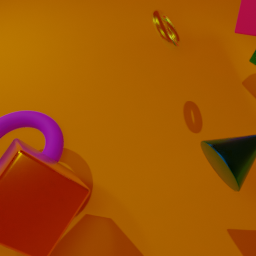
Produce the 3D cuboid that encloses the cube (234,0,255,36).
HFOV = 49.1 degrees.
[{"bbox_3d":[3.696,-3.003,7.489,1.043,1.043,1.043,-2,23,-17],"label":"cube"}]

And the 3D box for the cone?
[{"bbox_3d":[1.881,0.355,4.566,0.979,0.975,0.975,-33,65,-2],"label":"cone"}]

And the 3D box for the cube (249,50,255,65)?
[{"bbox_3d":[3.656,-1.701,6.559,0.915,0.915,0.915,13,28,-22],"label":"cube"}]

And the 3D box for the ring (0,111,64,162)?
[{"bbox_3d":[-2.544,0.455,6.515,2.097,0.419,2.097,-1,54,2],"label":"ring"}]

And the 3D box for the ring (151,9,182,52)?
[{"bbox_3d":[0.930,-2.313,6.679,0.224,1.121,1.121,-29,56,29],"label":"ring"}]

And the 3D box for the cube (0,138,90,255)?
[{"bbox_3d":[-1.702,1.152,4.808,1.339,1.339,1.339,37,81,-23],"label":"cube"}]
